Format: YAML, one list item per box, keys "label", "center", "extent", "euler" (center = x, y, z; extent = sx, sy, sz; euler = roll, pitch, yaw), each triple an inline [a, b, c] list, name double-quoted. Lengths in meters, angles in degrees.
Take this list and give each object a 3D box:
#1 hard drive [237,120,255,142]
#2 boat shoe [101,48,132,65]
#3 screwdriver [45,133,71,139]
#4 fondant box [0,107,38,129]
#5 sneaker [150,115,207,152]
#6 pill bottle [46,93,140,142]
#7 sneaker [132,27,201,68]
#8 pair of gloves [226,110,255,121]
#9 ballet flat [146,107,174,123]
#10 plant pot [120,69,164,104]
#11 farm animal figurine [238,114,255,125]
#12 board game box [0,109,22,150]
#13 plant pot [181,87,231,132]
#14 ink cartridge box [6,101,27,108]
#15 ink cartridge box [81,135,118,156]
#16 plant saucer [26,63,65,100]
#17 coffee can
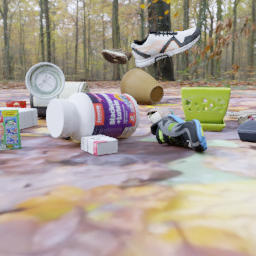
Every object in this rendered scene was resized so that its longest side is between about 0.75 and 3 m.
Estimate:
- label: "hard drive"
  center: [4.374, 0.107, 9.000]
  extent: [1.424, 0.447, 2.112]
  euler: [6, 12, 32]
- label: "boat shoe"
  center: [-0.402, -2.824, 10.867]
  extent: [0.559, 0.558, 1.510]
  euler: [-43, 46, -20]
- label: "screwdriver"
  center: [-2.333, 0.191, 9.207]
  extent: [1.538, 0.224, 0.215]
  euler: [10, -3, 44]
- label: "fondant box"
  center: [-4.865, -0.292, 10.496]
  extent: [1.771, 0.715, 2.454]
  euler: [3, 10, 18]
- label: "sneaker"
  center: [1.356, 0.213, 7.829]
  extent: [1.027, 0.879, 2.479]
  euler: [-22, 17, -14]
- label: "pill bottle"
  center: [-1.014, -0.334, 8.333]
  extent: [2.547, 1.419, 1.419]
  euler: [-5, 11, -40]
- label: "sneaker"
  center: [1.299, -3.067, 10.030]
  extent: [2.590, 1.036, 0.955]
  euler: [-19, 26, 17]
- label: "pair of gloves"
  center: [5.735, -0.536, 12.869]
  extent: [1.852, 0.382, 2.178]
  euler: [-4, 8, -3]
- label: "ballet flat"
  center: [1.281, -0.432, 11.751]
  extent: [0.757, 0.767, 2.252]
  euler: [-23, 8, -7]
- label: "plant pot"
  center: [1.256, -2.759, 20.393]
  extent: [2.599, 2.599, 2.789]
  euler: [-7, 25, -34]
- label: "farm animal figurine"
  center: [4.839, -0.260, 11.433]
  extent: [0.632, 0.394, 0.783]
  euler: [-16, 6, 24]
- label: "board game box"
  center: [-3.723, 0.067, 7.410]
  extent: [1.622, 1.091, 0.236]
  euler: [-4, 11, -18]
- label: "plant pot"
  center: [2.893, -0.744, 10.591]
  extent: [1.721, 1.569, 1.730]
  euler: [2, 10, 15]
- label: "ink cartridge box"
  center: [-5.007, -0.780, 12.763]
  extent: [0.219, 0.873, 1.006]
  euler: [8, 13, 39]
- label: "ink cartridge box"
  center: [-0.771, 0.437, 7.392]
  extent: [0.628, 0.361, 0.865]
  euler: [-8, 13, -37]
- label: "plant saucer"
  center: [-2.660, -1.491, 9.079]
  extent: [1.223, 1.223, 0.307]
  euler: [-2, -8, -11]
- label: "coffee can"
  center: [-3.128, -1.309, 13.192]
  extent: [2.378, 1.740, 1.740]
  euler: [2, 10, 8]
